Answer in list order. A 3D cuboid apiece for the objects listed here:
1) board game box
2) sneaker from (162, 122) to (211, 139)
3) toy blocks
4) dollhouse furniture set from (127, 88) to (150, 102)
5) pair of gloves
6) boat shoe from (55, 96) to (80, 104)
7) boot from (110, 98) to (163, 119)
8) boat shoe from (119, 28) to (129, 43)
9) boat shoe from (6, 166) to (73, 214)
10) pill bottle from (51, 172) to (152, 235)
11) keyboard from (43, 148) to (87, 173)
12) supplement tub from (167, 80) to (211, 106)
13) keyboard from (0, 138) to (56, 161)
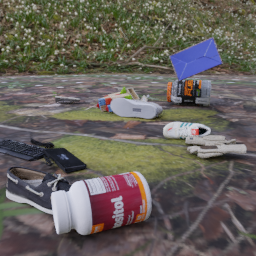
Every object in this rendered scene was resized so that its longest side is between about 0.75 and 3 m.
[{"bbox_3d":[3.310,-3.274,13.585,2.075,1.260,2.602,-20,6,19],"label":"board game box"},{"bbox_3d":[2.119,0.084,9.981,1.716,0.604,0.802,0,1,-11],"label":"sneaker"},{"bbox_3d":[-0.852,-1.440,15.569,1.758,1.285,2.572,-14,16,-9],"label":"toy blocks"},{"bbox_3d":[0.385,-1.733,14.962,1.212,1.086,1.530,-15,64,-40],"label":"dollhouse furniture set"},{"bbox_3d":[2.669,0.584,8.769,1.655,0.341,1.946,-3,10,8],"label":"pair of gloves"},{"bbox_3d":[-3.889,-1.749,18.069,1.658,0.473,0.554,7,10,5],"label":"boat shoe"},{"bbox_3d":[0.462,-0.962,14.143,2.555,0.940,1.221,15,12,24],"label":"boot"},{"bbox_3d":[-0.271,-4.815,14.629,0.316,0.830,0.297,-35,31,13],"label":"boat shoe"},{"bbox_3d":[-1.618,1.201,5.662,2.084,0.629,0.770,7,16,26],"label":"boat shoe"},{"bbox_3d":[-0.459,1.295,4.792,1.563,0.883,0.883,-7,15,-21],"label":"pill bottle"},{"bbox_3d":[-1.883,0.877,7.724,0.918,0.196,1.528,-3,16,-37],"label":"keyboard"},{"bbox_3d":[3.722,-2.153,17.145,2.558,1.567,1.567,3,14,13],"label":"supplement tub"},{"bbox_3d":[-3.259,0.594,8.979,2.183,0.225,1.387,10,17,32],"label":"keyboard"}]
